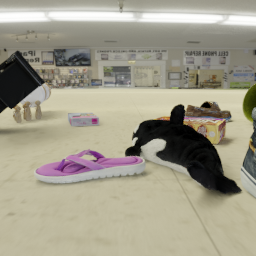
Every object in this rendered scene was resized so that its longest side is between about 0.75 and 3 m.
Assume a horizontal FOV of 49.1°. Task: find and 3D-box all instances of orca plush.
[{"bbox_3d":[0.738,0.118,4.922,1.572,1.062,2.989,-1,10,-3],"label":"orca plush"}]

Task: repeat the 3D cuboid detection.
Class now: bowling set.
[{"bbox_3d":[-3.914,-0.634,10.289,0.934,0.721,1.342,4,10,20],"label":"bowling set"}]

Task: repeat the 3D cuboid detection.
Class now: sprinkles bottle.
[{"bbox_3d":[-3.971,-1.518,12.144,1.005,1.005,2.947,-2,10,-9],"label":"sprinkles bottle"}]

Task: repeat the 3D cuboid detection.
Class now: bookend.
[{"bbox_3d":[-3.660,-0.938,7.679,2.244,1.034,2.230,-44,25,-14],"label":"bookend"}]

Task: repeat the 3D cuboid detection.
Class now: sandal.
[{"bbox_3d":[-0.583,0.522,4.463,1.748,0.430,0.711,-3,10,-17],"label":"sandal"}]

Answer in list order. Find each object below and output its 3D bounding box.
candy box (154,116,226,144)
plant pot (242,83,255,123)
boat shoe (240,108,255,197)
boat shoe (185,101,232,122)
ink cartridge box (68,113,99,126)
[{"bbox_3d":[1.549,0.014,7.240,1.735,0.490,1.012,4,11,29],"label":"candy box"},{"bbox_3d":[4.952,-0.697,9.401,1.551,1.451,1.451,13,3,-29],"label":"plant pot"},{"bbox_3d":[1.940,0.417,2.862,0.919,1.179,2.598,-1,10,-5],"label":"boat shoe"},{"bbox_3d":[2.907,-0.575,9.902,2.019,0.731,0.729,-6,11,-30],"label":"boat shoe"},{"bbox_3d":[-1.602,-0.331,9.815,0.926,0.326,1.552,-2,8,-16],"label":"ink cartridge box"}]
